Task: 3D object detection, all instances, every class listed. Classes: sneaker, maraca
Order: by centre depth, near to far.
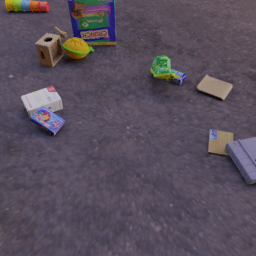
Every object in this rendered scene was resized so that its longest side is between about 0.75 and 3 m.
[{"bbox_3d":[1.374,-2.492,11.371,0.753,0.850,2.033,3,23,-14],"label":"sneaker"},{"bbox_3d":[-2.322,-3.756,13.122,1.186,0.925,1.729,32,31,12],"label":"maraca"}]

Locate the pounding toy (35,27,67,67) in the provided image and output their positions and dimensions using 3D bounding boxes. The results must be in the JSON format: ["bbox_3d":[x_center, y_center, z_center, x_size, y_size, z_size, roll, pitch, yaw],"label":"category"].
[{"bbox_3d":[-3.491,-3.939,12.801,0.783,1.503,1.710,13,47,13],"label":"pounding toy"}]

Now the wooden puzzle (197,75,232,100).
[{"bbox_3d":[3.564,-1.660,11.528,1.191,0.222,1.102,29,52,19],"label":"wooden puzzle"}]

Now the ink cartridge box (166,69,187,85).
[{"bbox_3d":[2.104,-2.137,11.914,0.786,0.300,0.536,26,52,21],"label":"ink cartridge box"}]

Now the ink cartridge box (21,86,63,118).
[{"bbox_3d":[-3.248,-0.966,10.595,1.265,0.527,0.918,-23,53,-21],"label":"ink cartridge box"}]

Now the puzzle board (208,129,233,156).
[{"bbox_3d":[3.152,0.501,9.498,0.804,0.093,1.067,9,46,10],"label":"puzzle board"}]

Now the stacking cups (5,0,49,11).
[{"bbox_3d":[-5.969,-7.324,16.670,2.423,0.733,0.733,0,46,-2],"label":"stacking cups"}]

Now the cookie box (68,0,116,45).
[{"bbox_3d":[-1.653,-5.282,13.420,2.131,2.491,0.936,-2,47,-1],"label":"cookie box"}]

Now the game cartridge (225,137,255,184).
[{"bbox_3d":[4.511,0.882,8.854,2.375,0.456,1.540,-10,44,-12],"label":"game cartridge"}]

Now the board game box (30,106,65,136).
[{"bbox_3d":[-2.814,-0.263,9.840,0.975,0.218,0.656,34,54,-3],"label":"board game box"}]
